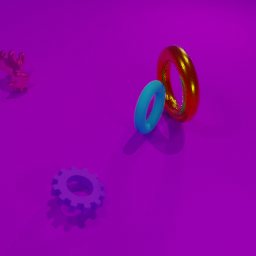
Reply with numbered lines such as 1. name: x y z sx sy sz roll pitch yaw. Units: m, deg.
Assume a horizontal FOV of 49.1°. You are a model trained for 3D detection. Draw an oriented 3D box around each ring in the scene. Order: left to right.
1. ring: 0.540 -0.487 6.721 0.263 1.316 1.316 20 49 24
2. ring: 1.181 -1.055 6.858 0.381 1.905 1.905 -14 47 -12

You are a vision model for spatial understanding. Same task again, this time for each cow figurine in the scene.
1. cow figurine: -3.344 -1.661 8.186 1.176 1.157 0.645 11 8 36

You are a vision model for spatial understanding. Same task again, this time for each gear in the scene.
1. gear: -0.976 1.203 5.545 1.060 0.196 1.060 19 31 -12
